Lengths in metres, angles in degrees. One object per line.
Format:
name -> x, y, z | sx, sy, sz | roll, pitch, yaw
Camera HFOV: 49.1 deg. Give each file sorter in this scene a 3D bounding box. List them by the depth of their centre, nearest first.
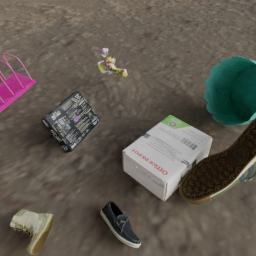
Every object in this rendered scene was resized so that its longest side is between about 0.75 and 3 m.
file sorter -> -4.359, -1.555, 9.407 | 1.244, 1.123, 1.790 | 23, 59, 33

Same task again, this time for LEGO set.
LEGO set -> -0.632, -2.134, 9.971 | 0.555, 0.685, 1.490 | -23, 61, -23

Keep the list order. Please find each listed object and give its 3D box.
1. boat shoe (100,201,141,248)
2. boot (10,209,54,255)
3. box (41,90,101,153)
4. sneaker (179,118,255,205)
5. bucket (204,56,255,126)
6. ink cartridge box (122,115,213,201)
boat shoe -> -0.149, 2.132, 6.271 | 1.267, 0.395, 0.473 | 41, 12, 38
boot -> -2.165, 2.214, 6.061 | 0.834, 0.389, 1.078 | 11, 25, 2
box -> -1.639, -0.212, 8.287 | 0.331, 1.219, 1.521 | -16, 27, 44
sneaker -> 2.731, 0.989, 6.791 | 2.938, 1.319, 0.985 | -43, 39, 10
bucket -> 3.513, -1.077, 8.468 | 1.358, 2.088, 2.088 | -1, 38, -36
ink cartridge box -> 1.046, 0.716, 7.519 | 1.473, 0.850, 2.024 | 33, 52, 31
